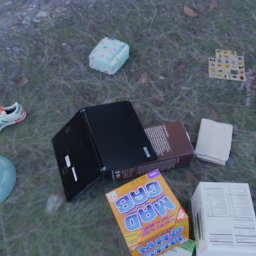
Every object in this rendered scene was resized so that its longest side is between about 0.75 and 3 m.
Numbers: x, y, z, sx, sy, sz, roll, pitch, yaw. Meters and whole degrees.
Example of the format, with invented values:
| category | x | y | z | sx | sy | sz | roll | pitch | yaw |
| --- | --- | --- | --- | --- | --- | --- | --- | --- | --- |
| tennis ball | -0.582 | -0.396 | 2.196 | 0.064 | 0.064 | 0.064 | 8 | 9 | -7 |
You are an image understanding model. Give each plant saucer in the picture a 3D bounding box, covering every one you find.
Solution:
| category | x | y | z | sx | sy | sz | roll | pitch | yaw |
| --- | --- | --- | --- | --- | --- | --- | --- | --- | --- |
| plant saucer | -4.875 | 1.730 | 9.400 | 2.088 | 0.375 | 2.088 | 0 | 56 | 0 |

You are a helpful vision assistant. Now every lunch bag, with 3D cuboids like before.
| category | x | y | z | sx | sy | sz | roll | pitch | yaw |
| --- | --- | --- | --- | --- | --- | --- | --- | --- | --- |
| lunch bag | -0.793 | -3.299 | 12.693 | 1.448 | 0.696 | 1.805 | 23 | 58 | 15 |

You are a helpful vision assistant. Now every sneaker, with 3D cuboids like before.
| category | x | y | z | sx | sy | sz | roll | pitch | yaw |
| --- | --- | --- | --- | --- | --- | --- | --- | --- | --- |
| sneaker | -4.854 | -0.388 | 10.553 | 1.889 | 0.883 | 0.665 | -27 | 60 | -18 |

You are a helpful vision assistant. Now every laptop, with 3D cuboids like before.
| category | x | y | z | sx | sy | sz | roll | pitch | yaw |
| --- | --- | --- | --- | --- | --- | --- | --- | --- | --- |
| laptop | -0.973 | 0.706 | 9.641 | 2.972 | 1.535 | 2.634 | -42 | 53 | 25 |

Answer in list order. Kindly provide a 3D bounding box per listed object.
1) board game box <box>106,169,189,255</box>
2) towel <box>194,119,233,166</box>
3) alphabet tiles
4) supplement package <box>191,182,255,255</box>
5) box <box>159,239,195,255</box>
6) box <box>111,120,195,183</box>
| category | x | y | z | sx | sy | sz | roll | pitch | yaw |
| --- | --- | --- | --- | --- | --- | --- | --- | --- | --- |
| board game box | 0.565 | 2.504 | 7.843 | 1.636 | 1.636 | 1.637 | -25 | 49 | -9 |
| towel | 3.153 | 0.460 | 10.316 | 1.203 | 0.313 | 1.815 | 15 | 56 | 9 |
| alphabet tiles | 4.508 | -2.910 | 12.809 | 1.603 | 0.072 | 1.918 | 7 | 55 | 6 |
| supplement package | 2.711 | 2.718 | 8.058 | 1.412 | 1.423 | 1.875 | 2 | 55 | 1 |
| box | 1.172 | 3.798 | 8.021 | 1.126 | 0.283 | 1.560 | 20 | 58 | 14 |
| box | 0.690 | 0.785 | 9.669 | 2.810 | 1.053 | 1.407 | -12 | 56 | -6 |
